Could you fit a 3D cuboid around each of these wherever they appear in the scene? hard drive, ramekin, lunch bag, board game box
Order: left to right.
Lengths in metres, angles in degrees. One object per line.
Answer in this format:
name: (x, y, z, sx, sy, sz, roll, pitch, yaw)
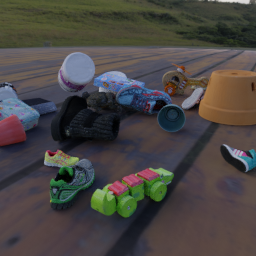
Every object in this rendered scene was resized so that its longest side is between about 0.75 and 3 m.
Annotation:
lunch bag: (-4.110, -0.530, 10.261, 1.555, 0.599, 1.247, 33, 34, 17)
hard drive: (-4.301, -0.830, 11.877, 1.463, 0.459, 2.169, 18, 27, 40)
ramekin: (-0.753, -2.300, 14.650, 1.594, 0.777, 1.594, -2, 41, 2)
board game box: (-0.376, -2.072, 13.203, 2.038, 0.373, 1.542, 18, 26, 10)

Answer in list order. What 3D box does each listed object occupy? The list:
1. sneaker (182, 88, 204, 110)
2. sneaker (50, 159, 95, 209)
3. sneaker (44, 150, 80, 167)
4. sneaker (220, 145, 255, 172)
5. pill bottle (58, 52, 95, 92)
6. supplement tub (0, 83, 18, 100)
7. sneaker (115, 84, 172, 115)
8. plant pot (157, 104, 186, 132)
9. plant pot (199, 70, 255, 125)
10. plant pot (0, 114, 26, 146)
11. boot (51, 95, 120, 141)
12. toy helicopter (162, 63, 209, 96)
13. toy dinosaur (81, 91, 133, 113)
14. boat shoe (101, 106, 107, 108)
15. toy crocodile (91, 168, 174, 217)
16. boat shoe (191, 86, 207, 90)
sneaker: (3.038, -1.184, 12.801, 0.581, 0.588, 1.482, 16, 50, 45)
sneaker: (-1.214, 1.109, 6.381, 0.645, 0.704, 1.653, 5, 20, 12)
sneaker: (-1.793, 0.808, 7.550, 0.985, 0.445, 0.385, 3, 19, 3)
sneaker: (3.101, 0.743, 7.647, 0.686, 0.475, 1.136, -12, 31, -16)
pill bottle: (-1.904, -1.870, 9.972, 1.079, 1.079, 1.922, -9, -2, -22)
supplement tub: (-5.609, -1.478, 12.799, 1.043, 1.043, 1.703, -8, 23, -21)
sneaker: (0.730, -1.147, 11.712, 2.528, 1.002, 1.207, 5, 28, -11)
plant pot: (1.582, -0.428, 10.082, 0.976, 0.976, 0.654, 4, 20, 11)
plant pot: (4.256, -1.358, 11.411, 2.565, 1.796, 2.565, 0, 19, 0)
plant pot: (-3.815, 0.120, 8.868, 0.829, 0.937, 0.937, -24, 30, -31)
boot: (-1.249, -0.363, 9.717, 2.073, 1.043, 2.772, -4, 30, 8)
toy helicopter: (3.067, -2.569, 14.851, 2.458, 1.626, 0.970, 2, 21, 6)
toy dinosaur: (-0.992, -1.192, 12.073, 2.711, 1.043, 1.387, -8, 35, -10)
boat shoe: (-0.903, -1.174, 12.882, 1.295, 0.490, 0.478, -19, 32, -24)
toy crocodile: (0.153, 1.274, 5.982, 2.179, 0.673, 0.735, -16, 26, -37)
boat shoe: (4.444, -2.573, 16.364, 1.762, 0.572, 0.636, -9, 23, -23)
